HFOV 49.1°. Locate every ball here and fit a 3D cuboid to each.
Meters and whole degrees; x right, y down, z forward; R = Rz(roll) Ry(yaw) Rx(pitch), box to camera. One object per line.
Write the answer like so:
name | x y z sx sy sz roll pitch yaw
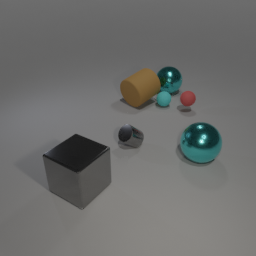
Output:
ball | 2.704 -1.330 12.650 0.700 0.700 0.700 0 31 0
ball | 1.706 -1.387 13.314 0.700 0.700 0.700 0 31 0
ball | 2.497 0.495 9.597 1.400 1.400 1.400 0 31 0
ball | 2.106 -2.473 14.478 1.400 1.400 1.400 0 31 0

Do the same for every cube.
cube | -1.466 1.239 8.375 1.400 1.400 1.400 19 36 29

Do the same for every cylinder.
cylinder | 0.113 0.297 10.356 0.700 0.700 0.700 28 6 -46
cylinder | 0.585 -1.923 13.274 1.400 1.400 1.400 -35 45 -29
